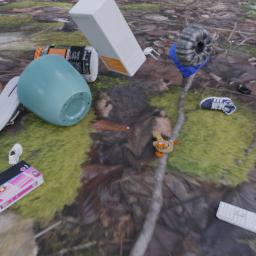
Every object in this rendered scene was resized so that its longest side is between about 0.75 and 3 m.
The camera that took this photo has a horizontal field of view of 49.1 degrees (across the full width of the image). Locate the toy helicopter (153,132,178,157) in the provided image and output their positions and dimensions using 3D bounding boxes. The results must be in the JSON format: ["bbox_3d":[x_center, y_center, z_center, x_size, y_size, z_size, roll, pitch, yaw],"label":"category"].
[{"bbox_3d":[1.214,0.461,9.726,0.788,0.470,1.192,-9,33,-13],"label":"toy helicopter"}]

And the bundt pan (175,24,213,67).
[{"bbox_3d":[1.463,-1.721,5.980,0.917,0.917,0.344,-21,33,-26],"label":"bundt pan"}]

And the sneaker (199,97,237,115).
[{"bbox_3d":[3.729,-0.894,11.497,1.441,0.505,0.782,-4,35,-11],"label":"sneaker"}]

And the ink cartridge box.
[{"bbox_3d":[-3.611,1.807,7.977,1.039,0.407,2.193,26,46,31],"label":"ink cartridge box"}]

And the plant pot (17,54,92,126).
[{"bbox_3d":[-2.554,-1.218,10.516,2.423,2.423,1.944,-31,59,-35],"label":"plant pot"}]

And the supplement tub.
[{"bbox_3d":[-2.928,-3.131,13.520,2.758,1.689,1.689,5,37,6],"label":"supplement tub"}]

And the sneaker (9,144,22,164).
[{"bbox_3d":[-3.759,0.792,9.337,0.341,0.368,0.909,-5,35,-5],"label":"sneaker"}]

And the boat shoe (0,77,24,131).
[{"bbox_3d":[-4.621,-0.586,10.662,1.068,1.051,2.964,23,63,15],"label":"boat shoe"}]

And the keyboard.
[{"bbox_3d":[3.423,2.489,7.249,2.141,0.114,0.603,17,40,21],"label":"keyboard"}]

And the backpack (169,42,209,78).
[{"bbox_3d":[2.420,-2.919,11.008,1.125,1.385,1.162,-43,7,-22],"label":"backpack"}]

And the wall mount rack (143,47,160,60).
[{"bbox_3d":[1.300,-4.292,16.212,0.969,0.416,1.115,9,37,18],"label":"wall mount rack"}]

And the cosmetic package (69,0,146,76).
[{"bbox_3d":[-0.677,-3.390,10.444,1.489,2.936,1.046,25,72,43],"label":"cosmetic package"}]

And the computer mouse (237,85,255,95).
[{"bbox_3d":[5.892,-1.558,12.501,0.659,0.383,2.249,-30,46,-33],"label":"computer mouse"}]
